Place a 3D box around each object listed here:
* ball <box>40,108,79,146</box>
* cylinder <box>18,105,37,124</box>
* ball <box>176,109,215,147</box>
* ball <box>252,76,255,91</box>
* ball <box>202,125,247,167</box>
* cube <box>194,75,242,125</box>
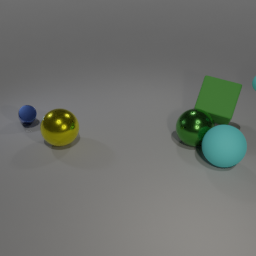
[{"bbox_3d":[-2.499,-0.022,10.296,1.400,1.400,1.400,0,31,0],"label":"ball"},{"bbox_3d":[-4.181,-0.542,11.644,0.700,0.700,0.700,-14,-3,-23],"label":"cylinder"},{"bbox_3d":[2.465,-0.014,10.306,1.400,1.400,1.400,0,31,0],"label":"ball"},{"bbox_3d":[4.613,-1.531,9.542,0.700,0.700,0.700,0,31,0],"label":"ball"},{"bbox_3d":[3.158,0.592,9.227,1.400,1.400,1.400,0,31,0],"label":"ball"},{"bbox_3d":[3.499,-1.046,11.068,1.400,1.400,1.400,18,-6,15],"label":"cube"}]
